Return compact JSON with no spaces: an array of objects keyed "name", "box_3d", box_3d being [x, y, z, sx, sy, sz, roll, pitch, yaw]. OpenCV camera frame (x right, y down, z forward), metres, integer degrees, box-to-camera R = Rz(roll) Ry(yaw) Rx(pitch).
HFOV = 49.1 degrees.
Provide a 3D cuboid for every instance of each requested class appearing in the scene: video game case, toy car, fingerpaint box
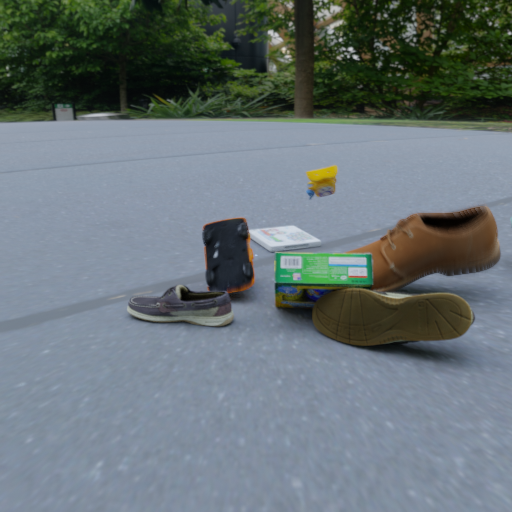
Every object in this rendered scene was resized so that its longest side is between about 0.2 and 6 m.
[{"name":"video game case","box_3d":[0.607,-0.404,12.706,1.232,0.160,1.353,-7,20,-22]},{"name":"toy car","box_3d":[0.384,-0.295,9.831,2.909,1.427,0.968,-26,-25,-1]},{"name":"fingerpaint box","box_3d":[0.998,0.413,8.651,1.435,0.526,1.197,1,-22,2]}]

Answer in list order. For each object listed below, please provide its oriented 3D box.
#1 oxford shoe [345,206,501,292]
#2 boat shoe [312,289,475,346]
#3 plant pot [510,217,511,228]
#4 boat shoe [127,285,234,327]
[{"name":"oxford shoe","box_3d":[2.419,-0.152,9.472,3.202,1.141,1.142,-16,38,7]},{"name":"boat shoe","box_3d":[1.902,0.905,7.885,2.259,0.827,0.732,1,-12,34]},{"name":"plant pot","box_3d":[5.669,-0.446,10.740,1.215,1.813,1.813,-22,7,27]},{"name":"boat shoe","box_3d":[-1.177,0.712,8.655,1.699,0.551,0.611,5,18,14]}]
